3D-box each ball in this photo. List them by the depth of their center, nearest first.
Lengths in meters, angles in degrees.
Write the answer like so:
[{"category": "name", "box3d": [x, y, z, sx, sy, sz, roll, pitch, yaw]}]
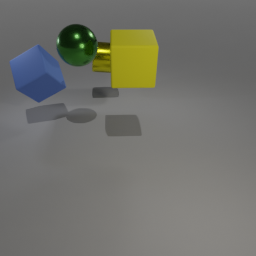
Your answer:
[{"category": "ball", "box3d": [-1.724, -2.801, 9.538, 1.400, 1.400, 1.400, 0, 29, 0]}]

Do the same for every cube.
[{"category": "cube", "box3d": [0.144, -2.221, 8.952, 1.400, 1.400, 1.400, -1, 39, -3]}, {"category": "cube", "box3d": [-3.525, -2.098, 11.032, 1.400, 1.400, 1.400, -27, 67, 10]}]

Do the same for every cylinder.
[{"category": "cylinder", "box3d": [-0.978, -3.332, 13.277, 1.400, 1.400, 1.400, 2, 29, -8]}]
